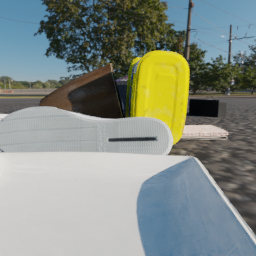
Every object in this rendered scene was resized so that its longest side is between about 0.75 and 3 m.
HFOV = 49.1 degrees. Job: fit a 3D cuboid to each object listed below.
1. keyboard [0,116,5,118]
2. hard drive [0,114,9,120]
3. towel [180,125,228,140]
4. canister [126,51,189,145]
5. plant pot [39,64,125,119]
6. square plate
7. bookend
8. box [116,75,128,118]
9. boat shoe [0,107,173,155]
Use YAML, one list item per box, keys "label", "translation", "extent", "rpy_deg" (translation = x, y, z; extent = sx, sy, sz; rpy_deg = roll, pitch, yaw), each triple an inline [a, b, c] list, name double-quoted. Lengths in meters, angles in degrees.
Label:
- label: "keyboard"
  translation: [-2.754, -0.198, 5.528]
  extent: [1.026, 0.055, 0.289]
  rpy_deg: [-7, 6, -42]
- label: "hard drive"
  translation: [-2.923, -0.046, 5.835]
  extent: [2.706, 0.355, 1.784]
  rpy_deg: [5, 10, 26]
- label: "towel"
  translation: [1.674, 0.106, 7.154]
  extent: [1.362, 0.219, 1.301]
  rpy_deg: [0, 8, -3]
- label: "canister"
  translation: [0.598, -0.761, 6.845]
  extent: [1.194, 2.049, 2.759]
  rpy_deg: [3, 9, -3]
- label: "plant pot"
  translation: [-1.139, -0.509, 7.078]
  extent: [1.927, 1.801, 1.801]
  rpy_deg: [-13, 7, 2]
- label: "square plate"
  translation: [-0.534, 0.652, 2.393]
  extent: [2.656, 0.378, 2.631]
  rpy_deg: [0, 8, 4]
- label: "bookend"
  translation: [4.083, -0.993, 13.341]
  extent: [1.665, 0.772, 1.675]
  rpy_deg: [-6, 10, -36]
- label: "box"
  translation: [0.620, -1.348, 11.087]
  extent: [1.740, 1.510, 2.847]
  rpy_deg: [5, 23, 33]
- label: "boat shoe"
  translation: [-0.650, 0.256, 4.273]
  extent: [2.607, 0.938, 0.809]
  rpy_deg: [4, -16, 1]
